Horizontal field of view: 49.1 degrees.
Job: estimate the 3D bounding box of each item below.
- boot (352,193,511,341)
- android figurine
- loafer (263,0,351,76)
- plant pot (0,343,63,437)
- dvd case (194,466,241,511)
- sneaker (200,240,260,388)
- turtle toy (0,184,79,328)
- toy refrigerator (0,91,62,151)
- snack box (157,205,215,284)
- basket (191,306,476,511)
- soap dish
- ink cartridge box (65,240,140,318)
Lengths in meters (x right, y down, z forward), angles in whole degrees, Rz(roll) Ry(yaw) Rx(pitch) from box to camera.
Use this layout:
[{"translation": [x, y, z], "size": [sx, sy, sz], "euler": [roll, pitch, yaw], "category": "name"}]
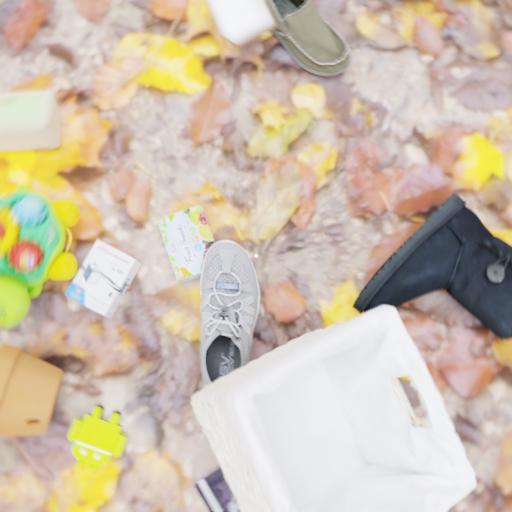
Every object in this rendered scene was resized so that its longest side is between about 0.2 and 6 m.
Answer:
[{"translation": [3.785, 0.664, 10.549], "size": [3.202, 1.223, 2.690], "euler": [-43, 77, -15], "category": "boot"}, {"translation": [-2.982, 3.439, 10.485], "size": [1.070, 0.241, 1.175], "euler": [20, 77, 4], "category": "android figurine"}, {"translation": [0.945, -4.867, 11.901], "size": [2.623, 0.914, 0.986], "euler": [42, 81, 9], "category": "loafer"}, {"translation": [-4.206, 2.509, 10.063], "size": [1.169, 1.669, 1.669], "euler": [15, 78, -13], "category": "plant pot"}, {"translation": [0.099, 4.311, 10.316], "size": [2.034, 0.162, 1.512], "euler": [-32, 78, -7], "category": "dvd case"}, {"translation": [-0.466, 1.221, 10.311], "size": [1.155, 1.267, 3.090], "euler": [-2, 84, -2], "category": "sneaker"}, {"translation": [-4.492, -0.036, 10.407], "size": [1.983, 1.376, 2.721], "euler": [-3, 81, 15], "category": "turtle toy"}, {"translation": [-5.290, -2.739, 11.420], "size": [2.359, 0.825, 0.896], "euler": [-3, 66, 0], "category": "toy refrigerator"}, {"translation": [-1.320, -0.234, 11.202], "size": [0.952, 0.355, 1.339], "euler": [-20, 79, -4], "category": "snack box"}, {"translation": [1.045, 2.891, 8.824], "size": [3.128, 2.516, 3.100], "euler": [-24, 87, -28], "category": "basket"}, {"translation": [-0.364, -5.164, 11.816], "size": [1.073, 0.554, 1.364], "euler": [-25, 85, 8], "category": "soap dish"}, {"translation": [-2.984, 0.455, 10.970], "size": [0.909, 0.533, 1.242], "euler": [26, 80, 6], "category": "ink cartridge box"}]
